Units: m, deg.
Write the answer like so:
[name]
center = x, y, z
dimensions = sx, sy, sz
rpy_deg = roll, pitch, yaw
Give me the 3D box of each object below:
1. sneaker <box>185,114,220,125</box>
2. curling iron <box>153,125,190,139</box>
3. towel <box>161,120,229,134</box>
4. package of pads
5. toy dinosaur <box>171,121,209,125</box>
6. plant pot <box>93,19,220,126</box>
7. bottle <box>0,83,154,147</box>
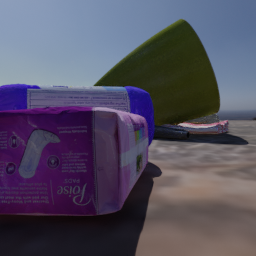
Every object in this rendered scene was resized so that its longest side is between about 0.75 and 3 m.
[sneaker]
center = 2.213, -0.322, 10.016
dimensions = 1.842, 0.651, 0.914
rpy_deg = 5, 0, -5
[curling iron]
center = 0.240, 0.013, 4.799
dimensions = 0.498, 0.257, 2.010
rpy_deg = -1, 2, -37
[towel]
center = 1.544, -0.033, 6.304
dimensions = 1.231, 0.252, 1.682
rpy_deg = 0, 2, 27
[package of pads]
center = -0.213, 0.091, 1.242
dimensions = 0.548, 0.344, 0.909
rpy_deg = -3, 1, 9
[toy dinosaur]
center = 1.763, -0.125, 8.862
dimensions = 1.378, 0.416, 0.732
rpy_deg = -7, 26, -8
[plant pot]
center = 0.481, -0.938, 6.555
dimensions = 2.447, 2.290, 2.290
rpy_deg = -22, 0, 4
[bottle]
center = -0.650, -0.035, 1.994
dimensions = 1.611, 0.526, 0.673
rpy_deg = -1, -6, -17
